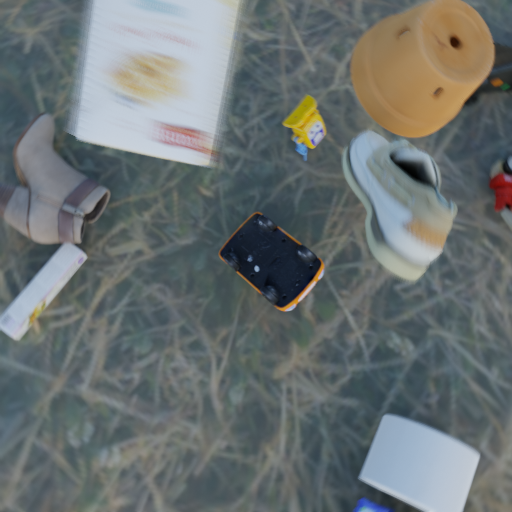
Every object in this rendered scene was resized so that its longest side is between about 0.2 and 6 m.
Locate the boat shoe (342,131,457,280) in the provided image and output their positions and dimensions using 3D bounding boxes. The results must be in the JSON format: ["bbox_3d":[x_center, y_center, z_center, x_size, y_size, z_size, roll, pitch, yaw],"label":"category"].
[{"bbox_3d":[1.907,-0.954,7.352,1.081,0.989,2.893,21,35,-21],"label":"boat shoe"}]

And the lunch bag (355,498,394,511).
[{"bbox_3d":[2.143,4.768,8.152,2.036,1.298,1.731,24,73,-2],"label":"lunch bag"}]

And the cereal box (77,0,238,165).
[{"bbox_3d":[-1.461,-2.905,8.289,2.020,0.555,2.808,13,100,10],"label":"cereal box"}]

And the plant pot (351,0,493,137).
[{"bbox_3d":[2.497,-2.799,8.104,1.833,1.283,1.833,3,82,-20],"label":"plant pot"}]

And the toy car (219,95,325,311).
[{"bbox_3d":[0.922,-0.815,9.956,1.903,1.291,3.880,19,74,31],"label":"toy car"}]

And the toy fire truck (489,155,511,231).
[{"bbox_3d":[5.025,-0.988,10.312,1.346,0.984,1.529,12,83,3],"label":"toy fire truck"}]

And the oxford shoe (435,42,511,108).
[{"bbox_3d":[4.872,-3.878,11.161,2.787,1.013,1.176,-13,71,-4],"label":"oxford shoe"}]

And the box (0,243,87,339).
[{"bbox_3d":[-3.812,0.607,10.006,0.394,0.368,1.903,33,75,10],"label":"box"}]

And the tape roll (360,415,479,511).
[{"bbox_3d":[2.472,3.233,8.533,1.522,1.522,1.045,25,73,8],"label":"tape roll"}]

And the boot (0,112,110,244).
[{"bbox_3d":[-3.640,-1.387,10.421,1.853,0.890,2.535,17,68,1],"label":"boot"}]
